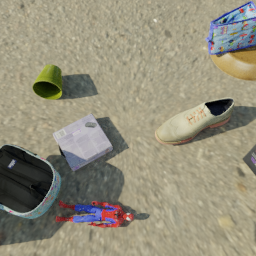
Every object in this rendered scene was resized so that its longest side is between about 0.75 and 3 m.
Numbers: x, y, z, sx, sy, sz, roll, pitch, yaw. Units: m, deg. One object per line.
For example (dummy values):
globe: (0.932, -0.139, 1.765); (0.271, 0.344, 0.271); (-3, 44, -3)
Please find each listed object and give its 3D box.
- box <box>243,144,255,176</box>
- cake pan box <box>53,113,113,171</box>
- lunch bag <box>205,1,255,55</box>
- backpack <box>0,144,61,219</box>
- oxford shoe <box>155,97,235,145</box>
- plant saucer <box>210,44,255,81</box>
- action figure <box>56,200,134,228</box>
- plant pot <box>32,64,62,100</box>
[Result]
box: (4.532, 0.693, 7.602); (1.361, 2.567, 1.569); (-25, 65, -13)
cake pan box: (-1.471, 0.449, 8.974); (1.529, 0.400, 1.409); (-30, 64, -15)
lunch bag: (3.612, -3.348, 9.863); (1.827, 1.375, 0.859); (-22, 59, -2)
backpack: (-2.889, 1.558, 7.771); (1.934, 1.456, 1.717); (19, 65, 15)
oxford shoe: (2.144, -0.338, 9.020); (2.776, 1.025, 0.983); (-24, 65, -12)
plant saucer: (4.581, -3.076, 10.771); (2.788, 0.494, 2.788); (0, 63, 0)
action figure: (-0.906, 2.435, 7.882); (2.138, 0.553, 0.699); (4, 60, -1)
plant pot: (-2.720, -1.667, 9.790); (1.000, 1.000, 0.963); (3, 57, 2)
